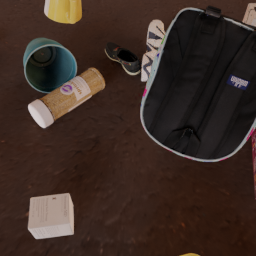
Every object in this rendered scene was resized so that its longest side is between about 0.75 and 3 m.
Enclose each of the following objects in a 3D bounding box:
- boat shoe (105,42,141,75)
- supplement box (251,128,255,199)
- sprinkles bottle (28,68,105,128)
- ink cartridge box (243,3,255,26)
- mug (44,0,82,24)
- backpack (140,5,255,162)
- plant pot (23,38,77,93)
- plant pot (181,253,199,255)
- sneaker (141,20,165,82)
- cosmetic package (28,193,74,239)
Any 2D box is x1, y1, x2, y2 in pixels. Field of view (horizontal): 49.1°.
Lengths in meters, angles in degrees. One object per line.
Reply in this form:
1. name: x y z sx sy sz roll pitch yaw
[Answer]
1. boat shoe: -0.214 -2.754 10.480 0.709 0.608 1.939 -30 56 -19
2. supplement box: 4.234 0.605 7.435 1.491 1.157 2.702 10 52 8
3. sprinkles bottle: -1.894 -1.007 8.922 0.846 0.846 2.479 37 60 26
4. ink cartridge box: 5.219 -4.466 11.634 0.511 0.881 1.221 5 52 4
5. mug: -1.503 -3.259 6.989 1.192 0.979 0.955 34 49 13
6. backpack: 1.402 -0.709 5.236 2.180 2.455 1.848 21 13 4
7. plant pot: -2.767 -2.288 9.543 1.671 1.671 1.570 -20 42 -15
8. plant pot: 0.840 3.194 5.175 1.613 1.715 1.715 -14 51 -29
9. sneaker: 1.549 -2.772 10.151 1.835 1.125 2.819 8 52 5
10. cosmetic package: -1.765 2.061 6.549 0.900 0.749 0.753 -6 52 -6
